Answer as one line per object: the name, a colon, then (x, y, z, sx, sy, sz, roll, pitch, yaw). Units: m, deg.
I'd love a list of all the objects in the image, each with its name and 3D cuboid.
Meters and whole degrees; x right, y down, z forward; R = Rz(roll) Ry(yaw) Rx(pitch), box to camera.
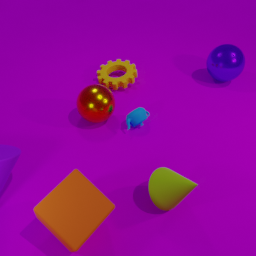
gear: (-0.407, -2.013, 10.433, 1.471, 0.272, 1.471, -4, 49, 4)
ball: (-0.990, -0.754, 8.669, 1.203, 1.203, 1.203, 0, 43, 0)
cone: (-3.233, 1.342, 6.211, 1.645, 1.652, 1.645, 3, 9, 0)
ball: (3.570, -2.384, 10.267, 1.353, 1.353, 1.353, 0, 43, 0)
teapot: (0.275, -0.280, 8.638, 1.093, 0.680, 0.535, -30, 85, -37)
cone: (1.161, 1.307, 6.218, 1.006, 1.010, 1.006, 12, 69, -33)
cube: (-1.111, 1.723, 5.762, 1.112, 1.112, 1.112, 42, 63, 6)
